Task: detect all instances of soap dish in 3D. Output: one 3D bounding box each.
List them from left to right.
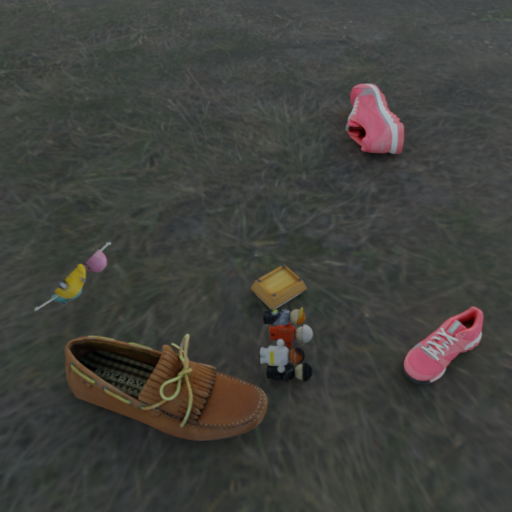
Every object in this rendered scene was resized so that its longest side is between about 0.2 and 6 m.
[{"bbox_3d":[0.394,0.525,9.736,0.786,0.319,0.618,-28,51,-26],"label":"soap dish"}]

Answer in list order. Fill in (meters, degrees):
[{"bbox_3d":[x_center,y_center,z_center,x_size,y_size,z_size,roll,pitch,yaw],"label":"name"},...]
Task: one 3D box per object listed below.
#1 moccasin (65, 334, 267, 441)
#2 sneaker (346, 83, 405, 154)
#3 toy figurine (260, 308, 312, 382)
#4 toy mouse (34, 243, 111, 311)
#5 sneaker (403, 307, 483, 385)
[{"bbox_3d":[-1.300,1.753,7.907,2.981,1.151,1.090,16,47,16],"label":"moccasin"},{"bbox_3d":[2.545,-3.270,13.124,1.092,0.928,2.517,-10,46,-8],"label":"sneaker"},{"bbox_3d":[0.483,1.333,8.399,0.698,0.988,1.004,-1,56,11],"label":"toy figurine"},{"bbox_3d":[-2.860,0.376,9.194,0.290,1.333,1.500,44,82,-7],"label":"toy mouse"},{"bbox_3d":[2.894,1.306,8.661,1.684,0.730,0.621,-30,52,-26],"label":"sneaker"}]
